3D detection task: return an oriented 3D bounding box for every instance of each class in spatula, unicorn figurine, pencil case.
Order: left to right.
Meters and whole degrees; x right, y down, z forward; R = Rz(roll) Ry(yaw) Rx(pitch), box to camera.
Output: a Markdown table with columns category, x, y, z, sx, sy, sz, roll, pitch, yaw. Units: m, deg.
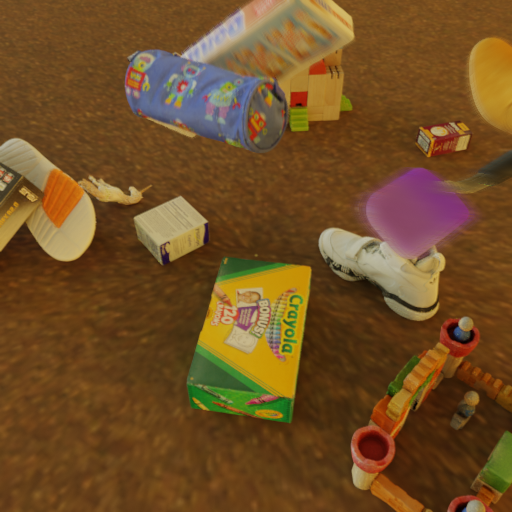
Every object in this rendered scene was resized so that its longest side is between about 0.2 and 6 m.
| category | x | y | z | sx | sy | sz | roll | pitch | yaw |
| --- | --- | --- | --- | --- | --- | --- | --- | --- | --- |
| unicorn figurine | -2.456 | -1.085 | 9.523 | 0.761 | 0.409 | 1.107 | 29 | 28 | 18 |
| pencil case | -0.624 | -1.897 | 6.705 | 2.136 | 0.833 | 0.928 | 24 | 89 | 31 |
| spatula | 1.670 | -0.580 | 4.263 | 2.005 | 0.206 | 0.567 | -25 | 64 | -28 |

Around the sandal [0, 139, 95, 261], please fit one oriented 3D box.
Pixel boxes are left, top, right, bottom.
| category | x | y | z | sx | sy | sz | roll | pitch | yaw |
| --- | --- | --- | --- | --- | --- | --- | --- | --- | --- |
| sandal | -3.275 | -0.940 | 9.054 | 1.040 | 0.778 | 2.714 | -44 | 64 | 1 |

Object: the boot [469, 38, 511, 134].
| category | x | y | z | sx | sy | sz | roll | pitch | yaw |
| --- | --- | --- | --- | --- | --- | --- | --- | --- | --- |
| boot | 2.734 | -1.479 | 4.947 | 0.739 | 1.504 | 2.101 | -10 | 72 | -11 |

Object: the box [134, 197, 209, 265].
| category | x | y | z | sx | sy | sz | roll | pitch | yaw |
| --- | --- | --- | --- | --- | --- | --- | --- | --- | --- |
| box | -1.328 | -0.409 | 8.872 | 0.898 | 0.471 | 0.826 | -28 | 51 | -24 |

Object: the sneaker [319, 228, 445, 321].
| category | x | y | z | sx | sy | sz | roll | pitch | yaw |
| --- | --- | --- | --- | --- | --- | --- | --- | --- | --- |
| sneaker | 1.790 | -0.069 | 8.025 | 0.782 | 1.196 | 2.082 | -33 | 54 | -28 |

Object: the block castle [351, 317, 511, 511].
| category | x | y | z | sx | sy | sz | roll | pitch | yaw |
| --- | --- | --- | --- | --- | --- | --- | --- | --- | --- |
| block castle | 2.240 | 1.847 | 6.198 | 1.590 | 1.116 | 2.380 | 32 | 54 | 28 |

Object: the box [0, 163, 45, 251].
| category | x | y | z | sx | sy | sz | roll | pitch | yaw |
| --- | --- | --- | --- | --- | --- | --- | --- | --- | --- |
| box | -4.760 | -0.807 | 8.661 | 2.441 | 0.590 | 1.933 | 30 | 78 | 26 |

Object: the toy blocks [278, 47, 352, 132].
| category | x | y | z | sx | sy | sz | roll | pitch | yaw |
| --- | --- | --- | --- | --- | --- | --- | --- | --- | --- |
| toy blocks | 0.641 | -3.631 | 11.060 | 2.747 | 1.878 | 1.373 | -4 | 46 | -3 |

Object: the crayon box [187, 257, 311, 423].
| category | x | y | z | sx | sy | sz | roll | pitch | yaw |
| --- | --- | --- | --- | --- | --- | --- | --- | --- | --- |
| crayon box | -0.020 | 1.019 | 7.348 | 1.272 | 0.624 | 2.142 | 7 | 46 | 7 |

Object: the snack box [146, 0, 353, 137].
| category | x | y | z | sx | sy | sz | roll | pitch | yaw |
| --- | --- | --- | --- | --- | --- | --- | --- | --- | --- |
| snack box | -0.311 | -2.569 | 7.700 | 1.150 | 3.198 | 0.389 | 16 | 64 | -44 |

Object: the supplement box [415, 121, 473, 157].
| category | x | y | z | sx | sy | sz | roll | pitch | yaw |
| --- | --- | --- | --- | --- | --- | --- | --- | --- | --- |
| supplement box | 3.604 | -2.253 | 10.751 | 0.896 | 0.384 | 0.494 | -13 | 47 | -12 |
